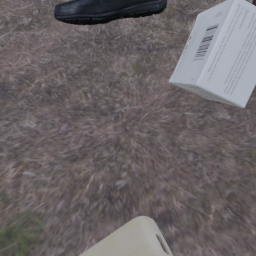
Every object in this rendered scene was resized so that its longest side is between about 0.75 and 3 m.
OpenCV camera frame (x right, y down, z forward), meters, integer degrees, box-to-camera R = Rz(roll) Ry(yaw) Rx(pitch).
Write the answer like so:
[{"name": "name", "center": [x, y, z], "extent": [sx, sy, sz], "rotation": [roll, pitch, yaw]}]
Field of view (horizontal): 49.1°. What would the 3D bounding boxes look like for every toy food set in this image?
[{"name": "toy food set", "center": [-0.051, 1.340, 2.558], "extent": [0.987, 0.298, 0.708], "rotation": [-35, 31, 0]}]

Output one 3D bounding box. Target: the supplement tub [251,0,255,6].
[{"name": "supplement tub", "center": [3.969, -3.132, 7.937], "extent": [1.300, 2.430, 1.300], "rotation": [1, 71, -2]}]

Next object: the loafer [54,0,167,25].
[{"name": "loafer", "center": [-0.393, -2.624, 5.713], "extent": [2.380, 0.836, 0.808], "rotation": [-4, 11, 13]}]

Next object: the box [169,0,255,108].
[{"name": "box", "center": [1.964, -1.532, 6.000], "extent": [1.169, 1.789, 1.779], "rotation": [22, 97, -13]}]
